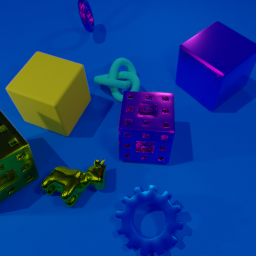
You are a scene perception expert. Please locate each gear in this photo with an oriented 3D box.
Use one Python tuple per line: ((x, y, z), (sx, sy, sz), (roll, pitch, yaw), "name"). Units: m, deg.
((0.405, 1.739, 5.321), (1.255, 0.232, 1.255), (-3, 75, 13), "gear")

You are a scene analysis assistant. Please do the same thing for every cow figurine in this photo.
((-1.065, 1.044, 5.909), (1.195, 0.656, 1.176), (23, 60, 21), "cow figurine")

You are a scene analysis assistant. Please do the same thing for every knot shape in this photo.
((-0.314, -1.294, 7.528), (1.200, 0.592, 1.282), (-1, 57, -5), "knot shape")

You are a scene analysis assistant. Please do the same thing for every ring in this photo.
((-1.276, -3.477, 8.632), (0.214, 1.069, 1.069), (-11, 54, 10), "ring")

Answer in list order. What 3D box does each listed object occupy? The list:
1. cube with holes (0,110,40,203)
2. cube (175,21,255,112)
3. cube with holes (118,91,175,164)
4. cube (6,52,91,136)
((-2.795, 0.628, 5.696), (1.269, 1.269, 1.269), (-34, 61, -29), "cube with holes")
((2.230, -1.578, 7.205), (1.391, 1.391, 1.391), (-36, 62, -17), "cube")
((0.407, -0.013, 6.251), (1.117, 1.117, 1.117), (4, 50, 3), "cube with holes")
((-1.817, -0.808, 6.742), (1.287, 1.287, 1.287), (19, 60, 14), "cube")
